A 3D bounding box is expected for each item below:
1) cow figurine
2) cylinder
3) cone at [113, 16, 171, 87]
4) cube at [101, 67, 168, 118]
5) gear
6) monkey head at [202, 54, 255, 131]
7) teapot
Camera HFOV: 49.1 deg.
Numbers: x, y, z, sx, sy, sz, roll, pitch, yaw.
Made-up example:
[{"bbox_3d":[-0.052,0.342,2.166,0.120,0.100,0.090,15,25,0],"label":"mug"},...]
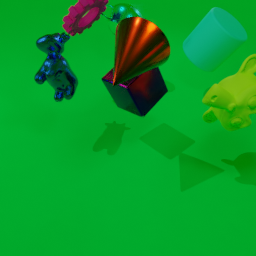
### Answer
[{"bbox_3d":[-1.657,-1.519,6.747,0.786,1.431,1.408,-9,47,33],"label":"cow figurine"},{"bbox_3d":[2.515,-2.550,8.198,1.318,1.318,1.318,18,50,-23],"label":"cylinder"},{"bbox_3d":[0.011,-1.184,5.155,1.173,1.173,1.177,20,62,20],"label":"cone"},{"bbox_3d":[0.180,-1.064,6.936,1.023,1.023,1.023,-47,43,-17],"label":"cube"},{"bbox_3d":[-1.185,-3.197,7.844,0.269,1.453,1.453,50,55,-1],"label":"gear"},{"bbox_3d":[2.126,-0.675,5.916,1.347,1.873,1.129,20,33,-17],"label":"monkey head"},{"bbox_3d":[-0.076,-3.141,8.702,1.946,1.210,0.953,36,79,-9],"label":"teapot"}]
